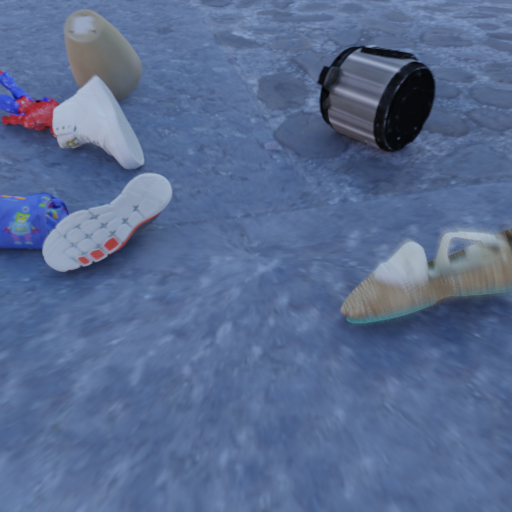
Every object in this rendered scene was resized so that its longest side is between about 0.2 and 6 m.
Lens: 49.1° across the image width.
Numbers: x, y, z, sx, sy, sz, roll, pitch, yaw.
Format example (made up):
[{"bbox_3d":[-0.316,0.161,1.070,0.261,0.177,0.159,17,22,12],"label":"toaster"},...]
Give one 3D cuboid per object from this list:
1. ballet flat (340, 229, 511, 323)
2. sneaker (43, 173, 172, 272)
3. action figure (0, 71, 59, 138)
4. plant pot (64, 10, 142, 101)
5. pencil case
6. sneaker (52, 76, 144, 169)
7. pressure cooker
[{"bbox_3d":[2.469,0.184,7.785,2.838,0.926,1.001,-13,15,-12],"label":"ballet flat"},{"bbox_3d":[-2.289,-0.411,8.972,2.247,0.920,0.866,-34,82,-18],"label":"sneaker"},{"bbox_3d":[-5.328,-3.419,12.689,3.234,0.836,1.058,32,54,28],"label":"action figure"},{"bbox_3d":[-3.741,-4.802,13.089,1.684,1.798,1.684,-1,75,4],"label":"plant pot"},{"bbox_3d":[-4.159,-0.609,8.977,2.210,0.960,0.862,4,13,3],"label":"pencil case"},{"bbox_3d":[-3.299,-2.414,11.464,1.415,0.902,2.449,-33,62,4],"label":"sneaker"},{"bbox_3d":[2.350,-3.345,11.706,1.919,1.889,2.148,-41,51,-19],"label":"pressure cooker"}]
